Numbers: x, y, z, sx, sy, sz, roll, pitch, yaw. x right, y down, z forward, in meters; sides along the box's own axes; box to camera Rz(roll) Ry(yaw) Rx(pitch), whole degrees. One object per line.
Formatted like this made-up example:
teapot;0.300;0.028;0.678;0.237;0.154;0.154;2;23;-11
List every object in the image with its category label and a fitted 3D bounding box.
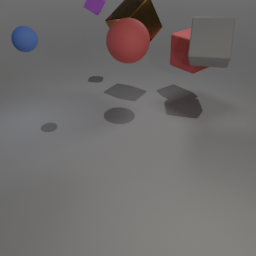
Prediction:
ball;0.000;-2.787;8.994;1.400;1.400;1.400;0;31;0
cube;2.979;-3.042;10.069;1.400;1.400;1.400;7;1;15
cube;0.252;-4.160;11.179;1.400;1.400;1.400;16;61;44
cube;-1.416;-5.456;12.168;0.700;0.700;0.700;28;32;-12
cube;2.806;-3.365;12.069;1.400;1.400;1.400;-26;41;-29
ball;-2.858;-2.458;7.753;0.700;0.700;0.700;0;31;0
